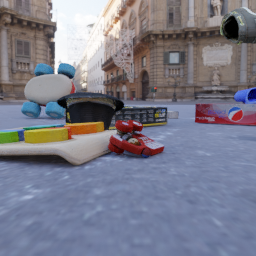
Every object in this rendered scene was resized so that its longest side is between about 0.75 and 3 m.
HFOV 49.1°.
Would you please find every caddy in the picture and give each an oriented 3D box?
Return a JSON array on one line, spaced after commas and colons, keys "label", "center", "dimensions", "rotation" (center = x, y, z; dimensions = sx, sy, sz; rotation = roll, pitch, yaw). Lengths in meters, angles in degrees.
[{"label": "caddy", "center": [7.019, -1.462, 15.724], "dimensions": [2.215, 1.566, 1.162], "rotation": [-13, 7, -35]}]

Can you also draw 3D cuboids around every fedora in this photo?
[{"label": "fedora", "center": [-0.894, -0.260, 6.745], "dimensions": [1.782, 0.814, 1.782], "rotation": [1, -10, 0]}]

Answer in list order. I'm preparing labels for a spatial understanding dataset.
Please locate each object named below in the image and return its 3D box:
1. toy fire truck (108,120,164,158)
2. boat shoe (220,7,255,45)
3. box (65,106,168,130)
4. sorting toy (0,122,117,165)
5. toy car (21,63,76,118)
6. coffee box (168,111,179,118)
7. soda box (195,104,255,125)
[{"label": "toy fire truck", "center": [0.145, 0.243, 4.797], "dimensions": [0.769, 0.514, 0.916], "rotation": [27, 16, 26]}, {"label": "boat shoe", "center": [3.370, -3.171, 8.694], "dimensions": [0.813, 0.973, 2.721], "rotation": [-4, 27, 0]}, {"label": "box", "center": [-0.417, -0.433, 10.085], "dimensions": [2.940, 0.725, 2.347], "rotation": [-5, 9, -40]}, {"label": "sorting toy", "center": [-1.555, 0.162, 5.294], "dimensions": [2.606, 0.475, 2.412], "rotation": [2, 6, 19]}, {"label": "toy car", "center": [-3.646, -1.473, 14.889], "dimensions": [2.637, 2.748, 2.982], "rotation": [2, -23, 19]}, {"label": "coffee box", "center": [2.049, -0.664, 14.047], "dimensions": [0.885, 0.353, 0.506], "rotation": [0, 6, -2]}, {"label": "soda box", "center": [3.852, -0.541, 10.716], "dimensions": [2.444, 0.775, 0.856], "rotation": [3, 5, 38]}]
